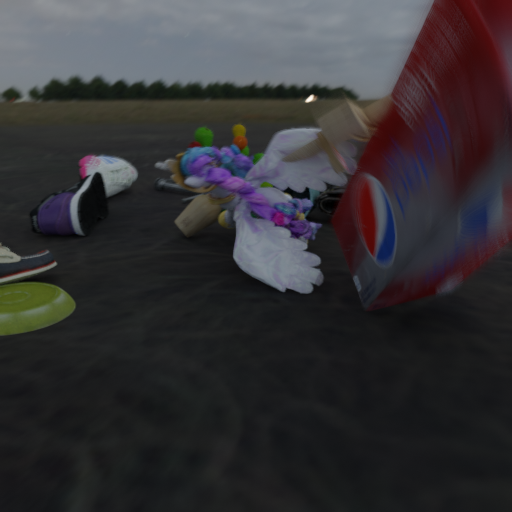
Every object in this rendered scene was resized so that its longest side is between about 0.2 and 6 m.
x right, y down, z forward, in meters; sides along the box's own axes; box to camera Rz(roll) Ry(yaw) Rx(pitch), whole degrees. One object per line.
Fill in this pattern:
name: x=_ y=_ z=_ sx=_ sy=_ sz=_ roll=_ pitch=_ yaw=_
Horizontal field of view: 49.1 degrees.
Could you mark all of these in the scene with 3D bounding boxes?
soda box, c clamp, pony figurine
soda box: x=1.802 y=-0.747 z=5.174 sx=1.197 sy=1.322 sz=3.776 roll=-12 pitch=-21 yaw=-11
c clamp: x=-1.726 y=-1.774 z=14.314 sx=2.030 sy=0.322 sz=2.376 roll=-15 pitch=22 yaw=-41
pony figurine: x=0.097 y=-0.727 z=8.046 sx=2.520 sy=2.174 sz=2.611 roll=18 pitch=-3 yaw=17

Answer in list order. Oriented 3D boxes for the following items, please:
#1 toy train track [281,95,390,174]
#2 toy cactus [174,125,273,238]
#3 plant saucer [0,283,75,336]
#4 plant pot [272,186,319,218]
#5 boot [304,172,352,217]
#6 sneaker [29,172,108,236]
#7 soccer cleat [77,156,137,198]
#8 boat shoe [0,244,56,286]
toy train track: x=1.567 y=-1.519 z=7.498 sx=1.949 sy=0.553 sz=3.398 roll=-27 pitch=-3 yaw=24
toy cactus: x=-0.515 y=-1.049 z=9.776 sx=1.995 sy=2.418 sz=1.236 roll=-40 pitch=9 yaw=-2
plant saucer: x=-2.816 y=0.565 z=6.521 sx=1.349 sy=0.210 sz=1.349 roll=0 pitch=16 yaw=0
plant pot: x=0.711 y=-1.191 z=11.110 sx=1.147 sy=1.147 sz=1.124 roll=6 pitch=10 yaw=21
boot: x=1.701 y=-1.322 z=11.687 sx=2.697 sy=0.934 sz=2.348 roll=10 pitch=18 yaw=22
sneaker: x=-3.600 y=-1.029 z=10.792 sx=1.103 sy=0.954 sz=2.520 roll=-6 pitch=16 yaw=0
soccer cleat: x=-3.600 y=-1.988 z=13.732 sx=1.296 sy=1.049 sz=3.003 roll=-4 pitch=16 yaw=-10
boat shoe: x=-3.359 y=0.134 z=6.999 sx=0.667 sy=0.586 sz=1.874 roll=-20 pitch=0 yaw=36
